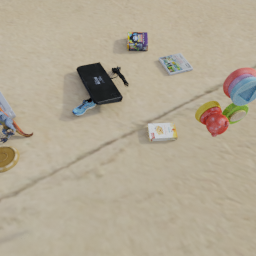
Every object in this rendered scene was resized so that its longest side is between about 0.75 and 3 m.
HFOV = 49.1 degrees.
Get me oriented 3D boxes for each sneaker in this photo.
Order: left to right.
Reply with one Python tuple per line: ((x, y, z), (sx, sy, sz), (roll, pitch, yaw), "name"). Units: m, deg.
((-1.671, -0.854, 10.454), (0.402, 0.461, 1.025), (36, 57, 27), "sneaker")

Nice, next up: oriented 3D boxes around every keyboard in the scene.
((-0.894, -1.890, 11.322), (1.836, 0.298, 2.889), (-15, 45, -16), "keyboard")

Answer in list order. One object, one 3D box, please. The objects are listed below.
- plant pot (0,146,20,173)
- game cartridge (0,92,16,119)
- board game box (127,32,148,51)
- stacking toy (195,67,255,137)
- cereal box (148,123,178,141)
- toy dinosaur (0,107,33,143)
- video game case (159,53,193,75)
((-4.069, 0.968, 9.078), (1.056, 0.145, 1.056), (0, 48, 0), "plant pot")
((-5.063, -0.726, 10.449), (1.161, 0.357, 1.745), (-26, 54, -26), "game cartridge")
((0.459, -4.155, 13.429), (0.985, 0.338, 1.191), (0, 49, 2), "board game box")
((2.459, -0.444, 6.134), (1.425, 1.574, 0.665), (9, 41, -33), "stacking toy")
((1.195, 0.133, 9.770), (0.965, 0.191, 0.694), (-3, 49, -3), "cereal box")
((-4.329, -0.216, 9.777), (1.645, 0.864, 1.493), (9, 45, -39), "toy dinosaur")
((2.105, -2.844, 12.417), (1.119, 0.135, 1.228), (-15, 51, -13), "video game case")
